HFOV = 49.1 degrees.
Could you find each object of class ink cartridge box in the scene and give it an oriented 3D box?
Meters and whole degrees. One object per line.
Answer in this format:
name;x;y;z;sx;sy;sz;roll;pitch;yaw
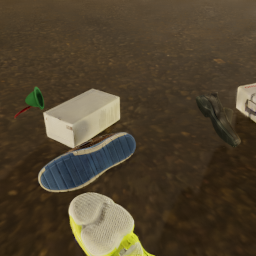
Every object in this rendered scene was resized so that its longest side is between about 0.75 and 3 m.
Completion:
ink cartridge box;4.674;-0.739;8.998;1.450;0.845;2.003;-11;30;-8

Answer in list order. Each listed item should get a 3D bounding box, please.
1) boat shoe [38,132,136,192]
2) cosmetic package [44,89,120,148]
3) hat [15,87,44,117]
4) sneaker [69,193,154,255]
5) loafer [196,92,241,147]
boat shoe;-0.999;0.789;6.820;2.407;0.869;0.871;-20;15;-21
cosmetic package;-1.332;-0.363;8.562;1.210;0.870;2.143;22;39;31
hat;-3.225;-0.852;8.983;0.805;0.757;0.914;-14;14;0
sneaker;-0.158;2.034;4.032;0.878;1.218;2.319;-14;41;-40
loafer;2.758;-0.343;8.196;0.723;0.728;1.999;-27;57;2
